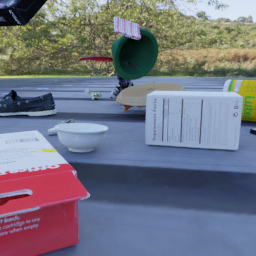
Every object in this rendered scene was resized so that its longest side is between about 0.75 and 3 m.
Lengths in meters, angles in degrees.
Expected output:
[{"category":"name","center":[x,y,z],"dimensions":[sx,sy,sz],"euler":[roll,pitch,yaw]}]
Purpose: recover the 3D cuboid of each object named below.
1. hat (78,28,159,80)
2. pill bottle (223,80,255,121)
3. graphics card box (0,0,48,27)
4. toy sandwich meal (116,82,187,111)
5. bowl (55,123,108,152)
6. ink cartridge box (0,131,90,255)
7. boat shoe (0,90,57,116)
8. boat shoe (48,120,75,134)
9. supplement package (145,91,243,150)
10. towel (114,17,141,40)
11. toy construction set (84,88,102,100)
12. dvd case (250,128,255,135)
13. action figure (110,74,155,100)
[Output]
[{"category":"hat","center":[-0.321,-3.189,11.249],"dimensions":[2.397,1.986,2.110],"euler":[-2,28,-36]},{"category":"pill bottle","center":[4.427,-0.869,9.160],"dimensions":[2.436,1.353,1.353],"euler":[7,15,30]},{"category":"graphics card box","center":[-3.118,-3.173,7.113],"dimensions":[2.126,0.541,1.334],"euler":[11,58,27]},{"category":"toy sandwich meal","center":[1.045,-1.035,10.994],"dimensions":[3.065,1.050,3.065],"euler":[-6,20,2]},{"category":"bowl","center":[-1.018,0.220,6.122],"dimensions":[1.151,0.517,1.151],"euler":[4,9,-1]},{"category":"ink cartridge box","center":[-1.477,0.733,3.130],"dimensions":[1.468,0.850,2.527],"euler":[-6,14,-26]},{"category":"boat shoe","center":[-4.174,-0.967,10.538],"dimensions":[2.858,0.948,1.068],"euler":[0,13,1]},{"category":"boat shoe","center":[-1.856,-0.033,7.817],"dimensions":[0.345,0.316,0.923],"euler":[8,15,32]},{"category":"supplement package","center":[1.523,-0.246,6.696],"dimensions":[2.059,1.208,1.204],"euler":[3,13,14]},{"category":"towel","center":[-0.019,-3.038,8.498],"dimensions":[0.867,0.634,0.130],"euler":[9,-31,-25]},{"category":"toy construction set","center":[-1.926,-1.866,15.712],"dimensions":[0.767,0.539,1.170],"euler":[-10,27,-37]},{"category":"dvd case","center":[4.254,0.164,7.341],"dimensions":[1.156,0.142,1.620],"euler":[-8,15,-32]},{"category":"action figure","center":[0.179,-1.659,13.189],"dimensions":[2.315,1.252,2.393],"euler":[-1,-13,21]}]
